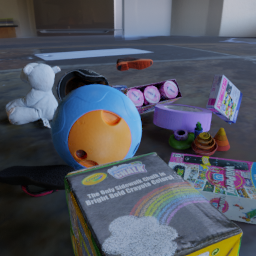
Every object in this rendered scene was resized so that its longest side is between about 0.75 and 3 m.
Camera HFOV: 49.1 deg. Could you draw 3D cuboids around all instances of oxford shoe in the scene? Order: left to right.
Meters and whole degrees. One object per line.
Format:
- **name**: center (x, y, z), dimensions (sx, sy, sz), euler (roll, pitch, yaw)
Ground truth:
- **oxford shoe**: center (0.179, -1.888, 7.928), dimensions (1.036, 0.369, 0.376), euler (-4, 57, 1)

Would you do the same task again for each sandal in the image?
- **sandal**: center (-2.294, 1.370, 7.192), dimensions (2.674, 0.603, 1.004), euler (-3, 13, 33)

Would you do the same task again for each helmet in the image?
- **helmet**: center (-2.029, -1.637, 12.273), dimensions (1.979, 2.076, 2.076), euler (10, 25, 23)

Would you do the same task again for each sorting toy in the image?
- **sorting toy**: center (2.139, 0.273, 9.172), dimensions (1.669, 0.685, 1.003), euler (18, 44, 34)
- **sorting toy**: center (2.514, 0.151, 9.676), dimensions (2.064, 0.711, 0.716), euler (17, 29, 33)

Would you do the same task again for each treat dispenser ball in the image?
- **treat dispenser ball**: center (-0.854, 0.043, 7.711), dimensions (2.456, 2.456, 2.456), euler (0, 23, 0)

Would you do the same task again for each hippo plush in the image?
- **hippo plush**: center (-3.860, -1.451, 11.372), dimensions (2.261, 2.282, 2.838), euler (-16, 28, -32)

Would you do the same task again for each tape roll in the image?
- **tape roll**: center (2.031, -0.418, 10.524), dimensions (2.102, 0.689, 2.102), euler (5, 14, -1)

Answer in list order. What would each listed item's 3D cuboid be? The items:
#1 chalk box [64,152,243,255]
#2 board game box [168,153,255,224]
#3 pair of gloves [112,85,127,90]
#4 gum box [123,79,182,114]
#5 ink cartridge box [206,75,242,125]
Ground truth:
- **chalk box**: center (0.063, 1.703, 4.705), dimensions (1.831, 1.822, 2.943), euler (-11, 25, -21)
- **board game box**: center (2.060, 1.374, 6.842), dimensions (2.237, 0.719, 1.650), euler (7, 25, 14)
- **pair of gloves**: center (-0.539, -2.274, 16.031), dimensions (0.945, 0.134, 1.176), euler (0, 22, 4)
- **gum box**: center (0.705, -1.180, 11.657), dimensions (2.660, 0.880, 1.510), euler (-16, -7, -32)
- **ink cartridge box**: center (3.680, -0.978, 10.405), dimensions (0.439, 1.249, 2.092), euler (10, -10, 44)
